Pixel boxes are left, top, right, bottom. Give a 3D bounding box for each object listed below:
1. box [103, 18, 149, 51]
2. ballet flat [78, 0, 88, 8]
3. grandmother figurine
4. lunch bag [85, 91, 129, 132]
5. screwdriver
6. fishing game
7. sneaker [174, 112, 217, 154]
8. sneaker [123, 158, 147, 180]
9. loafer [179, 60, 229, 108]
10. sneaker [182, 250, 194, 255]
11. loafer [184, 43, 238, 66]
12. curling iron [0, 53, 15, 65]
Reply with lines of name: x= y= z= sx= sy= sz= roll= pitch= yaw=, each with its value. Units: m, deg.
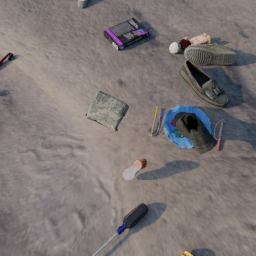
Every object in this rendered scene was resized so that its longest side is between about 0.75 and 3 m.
box: x=-0.067 y=-4.023 z=11.944 sx=1.617 sy=0.292 sz=1.156 roll=-30 pitch=64 yaw=-16
ballet flat: x=-2.057 y=-6.245 z=13.221 sx=0.471 sy=0.446 sz=1.399 roll=13 pitch=59 yaw=8
grandmother figurine: x=2.510 y=-3.428 z=11.487 sx=1.682 sy=0.509 sz=1.020 roll=-17 pitch=31 yaw=-7
lunch bag: x=-0.623 y=-0.486 z=8.279 sx=1.091 sy=0.760 sz=0.915 roll=27 pitch=90 yaw=1
screwdriver: x=-0.416 y=3.006 z=7.516 sx=2.663 sy=0.371 sz=0.387 roll=-41 pitch=37 yaw=-25
fishing game: x=2.039 y=-0.124 z=9.501 sx=2.399 sy=0.373 sz=1.718 roll=15 pitch=62 yaw=9
sneaker: x=1.861 y=-0.123 z=8.248 sx=0.789 sy=0.943 sz=2.078 roll=-36 pitch=27 yaw=2
sneaker: x=0.265 y=1.234 z=8.363 sx=0.510 sy=0.910 sz=0.353 roll=-13 pitch=65 yaw=-53
loafer: x=2.745 y=-1.622 z=10.206 sx=0.805 sy=0.705 sz=2.241 roll=-36 pitch=65 yaw=-20
sneaker: x=1.750 y=3.664 z=7.187 sx=1.004 sy=0.351 sz=0.452 roll=40 pitch=75 yaw=25
loafer: x=3.241 y=-2.935 z=11.087 sx=2.042 sy=0.768 sz=0.711 roll=8 pitch=46 yaw=0
curling iron: x=-5.042 y=-2.537 z=11.086 sx=0.342 sy=0.176 sz=1.380 roll=31 pitch=63 yaw=17
